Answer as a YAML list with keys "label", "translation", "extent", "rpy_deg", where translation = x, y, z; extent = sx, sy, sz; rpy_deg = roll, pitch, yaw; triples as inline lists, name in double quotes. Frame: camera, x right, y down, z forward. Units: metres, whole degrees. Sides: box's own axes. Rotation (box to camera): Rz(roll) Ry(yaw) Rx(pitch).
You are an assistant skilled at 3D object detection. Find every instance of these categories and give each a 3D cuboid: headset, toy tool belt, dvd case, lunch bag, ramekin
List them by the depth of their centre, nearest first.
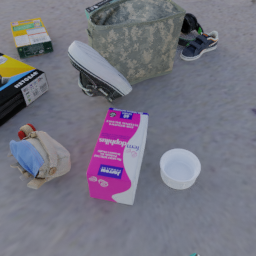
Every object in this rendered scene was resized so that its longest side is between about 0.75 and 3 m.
- label: "toy tool belt"
  translation: [-2.332, 0.635, 6.703]
  extent: [1.878, 1.173, 1.154]
  rpy_deg: [32, 46, 27]
- label: "ramekin"
  translation: [1.238, 1.016, 6.796]
  extent: [0.963, 0.469, 0.963]
  rpy_deg: [0, 47, 0]
- label: "lunch bag"
  translation: [0.037, -2.690, 8.903]
  extent: [2.913, 2.389, 1.713]
  rpy_deg: [-21, 56, -19]
- label: "dvd case"
  translation: [-0.029, -3.845, 9.868]
  extent: [2.826, 2.063, 0.311]
  rpy_deg: [-34, 59, -14]
- label: "headset"
  translation: [2.117, -4.262, 11.266]
  extent: [1.414, 1.076, 2.290]
  rpy_deg: [-21, 62, -20]

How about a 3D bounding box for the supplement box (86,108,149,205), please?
- label: "supplement box"
  translation: [-0.185, 0.623, 6.765]
  extent: [1.052, 1.075, 2.079]
  rpy_deg: [9, 49, 6]

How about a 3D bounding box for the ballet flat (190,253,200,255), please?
- label: "ballet flat"
  translation: [0.896, 2.867, 5.153]
  extent: [1.375, 0.477, 0.477]
  rpy_deg: [-26, 52, -23]

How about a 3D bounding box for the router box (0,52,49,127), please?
- label: "router box"
  translation: [-4.244, -1.030, 8.489]
  extent: [2.176, 0.745, 2.917]
  rpy_deg: [24, 52, 21]

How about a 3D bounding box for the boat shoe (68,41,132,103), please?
- label: "boat shoe"
  translation: [-0.790, -1.244, 7.495]
  extent: [1.048, 2.955, 1.065]
  rpy_deg: [-41, 67, 10]

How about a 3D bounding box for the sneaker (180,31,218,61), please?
- label: "sneaker"
  translation: [2.682, -3.142, 10.510]
  extent: [1.741, 0.691, 0.683]
  rpy_deg: [-31, 56, -24]

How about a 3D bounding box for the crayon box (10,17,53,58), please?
- label: "crayon box"
  translation: [-3.805, -3.575, 11.005]
  extent: [1.270, 0.521, 2.020]
  rpy_deg: [-17, 50, -15]
